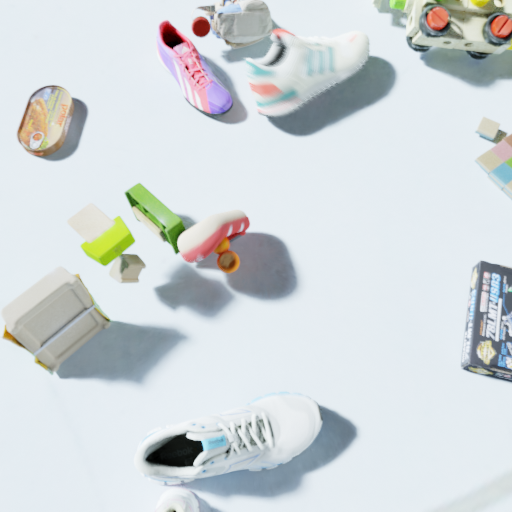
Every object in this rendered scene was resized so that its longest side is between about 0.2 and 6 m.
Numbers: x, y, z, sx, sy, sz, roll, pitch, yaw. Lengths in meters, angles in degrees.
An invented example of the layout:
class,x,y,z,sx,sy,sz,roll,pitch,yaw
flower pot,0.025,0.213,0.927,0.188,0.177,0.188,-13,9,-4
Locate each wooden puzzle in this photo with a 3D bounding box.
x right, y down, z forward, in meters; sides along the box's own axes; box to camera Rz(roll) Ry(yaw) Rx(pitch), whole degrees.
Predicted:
class,x,y,z,sx,sy,sz,roll,pitch,yaw
wooden puzzle,5.187,-1.520,10.055,1.770,0.210,2.984,-34,70,-14

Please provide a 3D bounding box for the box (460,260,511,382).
class,x,y,z,sx,sy,sz,roll,pitch,yaw
box,4.221,1.107,8.764,1.771,0.443,1.784,12,67,6

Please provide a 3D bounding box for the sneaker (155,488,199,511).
class,x,y,z,sx,sy,sz,roll,pitch,yaw
sneaker,-1.226,4.005,7.257,0.761,0.825,1.870,4,66,2

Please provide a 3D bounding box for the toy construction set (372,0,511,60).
class,x,y,z,sx,sy,sz,roll,pitch,yaw
toy construction set,4.003,-5.189,10.800,3.953,1.821,2.592,4,87,9

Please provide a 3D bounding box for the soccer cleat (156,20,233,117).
class,x,y,z,sx,sy,sz,roll,pitch,yaw
soccer cleat,-1.227,-3.538,10.625,0.747,0.802,2.191,-33,70,-14

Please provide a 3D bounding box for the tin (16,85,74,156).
class,x,y,z,sx,sy,sz,roll,pitch,yaw
tin,-3.913,-2.526,10.469,0.836,0.313,1.494,5,66,7

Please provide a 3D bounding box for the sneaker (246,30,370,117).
class,x,y,z,sx,sy,sz,roll,pitch,yaw
sneaker,0.961,-3.708,10.314,2.675,1.251,0.942,-35,35,-13

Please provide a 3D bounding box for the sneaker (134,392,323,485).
class,x,y,z,sx,sy,sz,roll,pitch,yaw
sneaker,-0.367,2.559,7.643,2.727,1.182,1.022,-16,73,-5

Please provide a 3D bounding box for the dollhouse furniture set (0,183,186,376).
class,x,y,z,sx,sy,sz,roll,pitch,yaw
dollhouse furniture set,-2.600,0.195,8.707,3.083,1.541,1.190,-42,59,-18

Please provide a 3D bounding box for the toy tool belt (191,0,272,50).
class,x,y,z,sx,sy,sz,roll,pitch,yaw
toy tool belt,-0.532,-4.697,11.184,1.630,1.018,1.002,-9,35,-7

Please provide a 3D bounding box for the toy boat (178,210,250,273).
class,x,y,z,sx,sy,sz,roll,pitch,yaw
toy boat,-0.578,-0.148,8.911,0.909,1.394,0.911,-30,86,31
